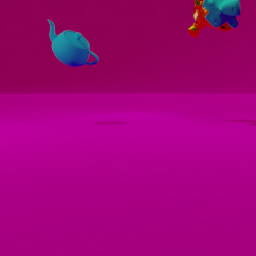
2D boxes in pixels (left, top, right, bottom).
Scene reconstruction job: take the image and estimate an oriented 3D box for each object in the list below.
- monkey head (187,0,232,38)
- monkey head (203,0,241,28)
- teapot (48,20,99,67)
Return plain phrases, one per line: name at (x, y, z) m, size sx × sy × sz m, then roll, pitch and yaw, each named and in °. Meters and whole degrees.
monkey head at (2.690, -3.783, 9.680) m, size 1.753 × 1.261 × 1.056 m, roll 39°, pitch -6°, yaw -13°
monkey head at (3.001, -3.733, 8.412) m, size 1.114 × 1.848 × 1.330 m, roll -37°, pitch 34°, yaw -19°
teapot at (-1.896, -2.770, 9.380) m, size 2.058 × 1.008 × 1.279 m, roll 33°, pitch 35°, yaw -9°
